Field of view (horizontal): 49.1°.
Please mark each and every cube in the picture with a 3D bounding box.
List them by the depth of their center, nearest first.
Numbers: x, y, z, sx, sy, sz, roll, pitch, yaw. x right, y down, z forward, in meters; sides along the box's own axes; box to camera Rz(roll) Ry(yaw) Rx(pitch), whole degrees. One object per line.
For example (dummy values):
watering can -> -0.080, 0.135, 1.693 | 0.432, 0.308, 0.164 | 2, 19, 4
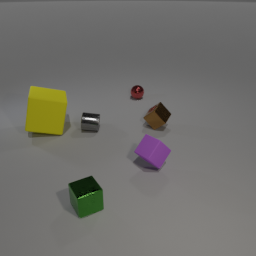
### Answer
cube -> -1.109, 1.814, 7.414 | 0.700, 0.700, 0.700 | -15, 32, -27
cube -> 0.776, 0.729, 8.793 | 0.700, 0.700, 0.700 | 25, 79, 49
cube -> -3.227, -0.706, 11.060 | 1.400, 1.400, 1.400 | 7, 23, -18
cube -> 1.190, -0.483, 11.330 | 0.700, 0.700, 0.700 | -32, 15, 45

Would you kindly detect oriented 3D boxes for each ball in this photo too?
ball -> 0.477, -1.834, 14.268 | 0.700, 0.700, 0.700 | 0, 28, 0

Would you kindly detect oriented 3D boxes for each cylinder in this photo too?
cylinder -> -1.496, -0.248, 11.210 | 0.700, 0.700, 0.700 | 6, 28, -5
